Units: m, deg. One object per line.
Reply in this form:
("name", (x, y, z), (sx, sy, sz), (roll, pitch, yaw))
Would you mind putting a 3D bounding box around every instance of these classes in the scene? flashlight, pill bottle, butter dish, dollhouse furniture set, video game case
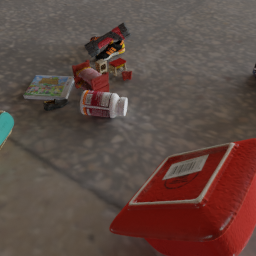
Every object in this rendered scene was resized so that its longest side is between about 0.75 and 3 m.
("flashlight", (-0.782, -3.431, 11.082), (1.839, 0.625, 0.623), (-30, 48, 12))
("pill bottle", (-0.748, -0.739, 8.886), (1.387, 0.784, 0.784), (8, 42, 7))
("butter dish", (1.469, 1.669, 5.474), (2.658, 1.965, 2.651), (-21, 16, 47))
("dollhouse furniture set", (-0.747, -2.018, 10.195), (2.292, 0.932, 1.234), (-33, 51, -31))
("video game case", (-2.823, -1.491, 10.184), (1.509, 0.166, 1.373), (3, 42, 3))

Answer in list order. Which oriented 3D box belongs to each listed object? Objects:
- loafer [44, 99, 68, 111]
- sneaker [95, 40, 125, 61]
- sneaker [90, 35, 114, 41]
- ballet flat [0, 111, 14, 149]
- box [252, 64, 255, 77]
("loafer", (-2.396, -0.833, 9.345), (0.834, 0.302, 0.304), (-21, 45, -23))
("sneaker", (-0.797, -3.357, 11.868), (1.448, 0.651, 0.506), (-28, 48, -21))
("sneaker", (-1.174, -3.924, 12.771), (1.170, 0.454, 0.656), (-6, 45, 9))
("ballet flat", (-3.986, 0.632, 7.443), (0.906, 0.979, 2.776), (-15, 34, 23))
("box", (5.807, -2.173, 10.272), (1.841, 1.056, 1.216), (-1, 42, -1))
